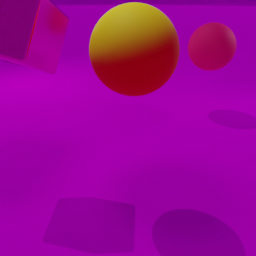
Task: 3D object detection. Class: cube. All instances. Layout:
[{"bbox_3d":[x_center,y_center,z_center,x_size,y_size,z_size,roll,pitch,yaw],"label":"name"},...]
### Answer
[{"bbox_3d":[-1.669,-1.515,4.384,0.999,0.999,0.999,17,4,11],"label":"cube"}]

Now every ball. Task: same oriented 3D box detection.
[{"bbox_3d":[2.488,-2.407,8.333,1.384,1.384,1.384,0,26,0],"label":"ball"},{"bbox_3d":[0.090,-1.114,4.073,1.302,1.302,1.302,0,26,0],"label":"ball"}]
